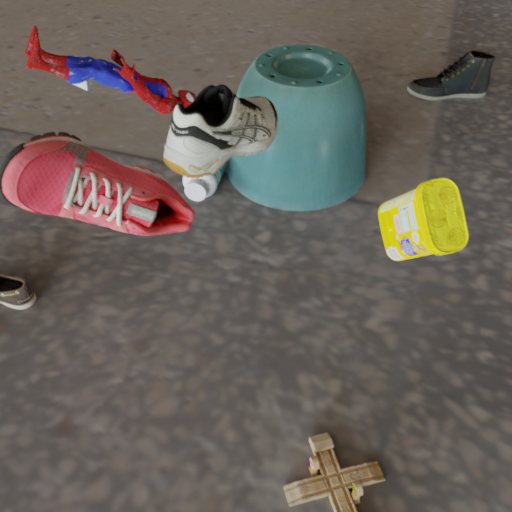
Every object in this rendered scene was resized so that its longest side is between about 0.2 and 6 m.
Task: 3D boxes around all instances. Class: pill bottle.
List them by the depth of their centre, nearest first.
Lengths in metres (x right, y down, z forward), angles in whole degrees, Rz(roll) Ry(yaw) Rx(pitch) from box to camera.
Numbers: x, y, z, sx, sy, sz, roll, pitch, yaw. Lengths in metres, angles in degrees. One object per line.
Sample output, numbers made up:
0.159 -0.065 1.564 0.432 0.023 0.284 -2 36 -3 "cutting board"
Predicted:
-1.186 -1.852 12.652 0.787 0.787 1.421 8 44 8 "pill bottle"

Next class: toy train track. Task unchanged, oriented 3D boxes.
1.246 3.440 7.415 1.427 0.405 2.489 -11 45 -11 "toy train track"

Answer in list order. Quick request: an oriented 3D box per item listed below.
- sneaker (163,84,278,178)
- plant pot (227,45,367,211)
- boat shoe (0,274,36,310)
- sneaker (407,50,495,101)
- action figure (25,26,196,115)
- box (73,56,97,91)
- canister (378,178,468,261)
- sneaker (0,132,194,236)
-0.358 -2.076 8.418 0.946 1.096 2.501 28 42 18 "sneaker"
0.948 -3.050 12.564 3.312 2.658 3.312 0 44 0 "plant pot"
-4.901 0.561 10.344 1.661 0.494 0.597 11 45 11 "boat shoe"
5.454 -5.130 15.763 2.296 1.220 0.859 -4 44 -4 "sneaker"
-2.525 -3.333 10.409 3.188 0.824 1.043 14 26 -34 "action figure"
-3.855 -4.029 12.358 0.536 0.534 0.351 27 53 14 "box"
2.231 -0.445 7.689 0.566 1.307 0.971 -10 87 -15 "canister"
-1.945 -0.863 7.544 1.258 1.069 2.900 29 14 34 "sneaker"
